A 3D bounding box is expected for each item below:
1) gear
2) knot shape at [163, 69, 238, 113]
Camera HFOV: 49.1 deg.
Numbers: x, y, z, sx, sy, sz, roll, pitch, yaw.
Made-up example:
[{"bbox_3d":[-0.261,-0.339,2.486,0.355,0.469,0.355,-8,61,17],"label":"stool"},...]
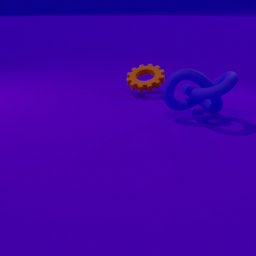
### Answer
[{"bbox_3d":[0.674,-1.913,10.661,1.427,0.264,1.427,-6,46,6],"label":"gear"},{"bbox_3d":[1.994,-1.077,8.250,1.957,0.967,2.092,3,-15,-9],"label":"knot shape"}]
